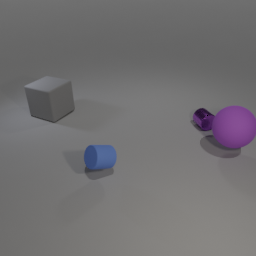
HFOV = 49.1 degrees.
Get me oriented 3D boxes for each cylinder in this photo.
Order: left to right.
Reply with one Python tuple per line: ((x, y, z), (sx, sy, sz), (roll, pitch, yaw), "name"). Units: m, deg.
((-0.811, 0.844, 8.192), (0.700, 0.700, 0.700), (4, 20, -42), "cylinder")
((3.061, -0.355, 11.203), (0.700, 0.700, 0.700), (-8, 29, -13), "cylinder")

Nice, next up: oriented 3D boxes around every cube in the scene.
((-3.336, -1.286, 12.080), (1.400, 1.400, 1.400), (15, 34, 25), "cube")

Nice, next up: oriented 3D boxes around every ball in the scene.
((3.477, -0.035, 9.178), (1.400, 1.400, 1.400), (0, 29, 0), "ball")
